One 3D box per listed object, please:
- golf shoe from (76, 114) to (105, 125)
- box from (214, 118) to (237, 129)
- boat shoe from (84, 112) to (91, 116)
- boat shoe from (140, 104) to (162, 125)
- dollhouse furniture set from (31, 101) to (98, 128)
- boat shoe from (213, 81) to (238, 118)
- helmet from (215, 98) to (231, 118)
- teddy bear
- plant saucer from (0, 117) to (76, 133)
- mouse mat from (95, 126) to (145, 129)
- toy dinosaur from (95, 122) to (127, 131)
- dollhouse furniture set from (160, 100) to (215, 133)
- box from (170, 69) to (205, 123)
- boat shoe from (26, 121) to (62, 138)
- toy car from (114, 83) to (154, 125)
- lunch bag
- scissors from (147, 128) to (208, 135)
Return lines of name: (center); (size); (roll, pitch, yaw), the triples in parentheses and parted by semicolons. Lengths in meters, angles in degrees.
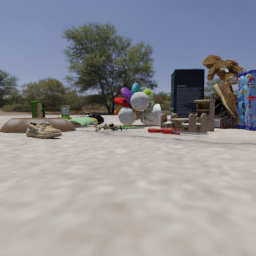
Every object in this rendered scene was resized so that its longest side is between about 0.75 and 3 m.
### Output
golf shoe: (-1.920, -0.425, 13.996); (1.464, 0.569, 0.692); (1, 3, -10)
box: (3.998, -0.204, 11.225); (1.190, 0.446, 0.596); (0, 3, -26)
boat shoe: (-2.115, -0.526, 14.990); (1.728, 0.639, 0.638); (3, 5, 44)
boat shoe: (1.079, -0.599, 13.998); (0.974, 1.024, 2.844); (-13, 6, -4)
dollhouse furniture set: (-2.876, -0.644, 12.616); (2.968, 1.146, 1.483); (1, 4, 22)
boat shoe: (4.619, -1.167, 12.339); (0.823, 2.437, 0.877); (-33, -36, 21)
helmet: (4.207, -0.781, 13.549); (1.265, 1.327, 1.327); (-22, -4, 18)
teddy bear: (3.935, -2.349, 11.534); (1.930, 1.399, 0.644); (25, -17, 37)
plant saucer: (-3.079, -0.126, 9.709); (2.538, 0.464, 2.538); (1, 4, 0)
mouse mat: (-0.375, -0.025, 11.405); (1.442, 0.067, 1.792); (-3, 3, -38)
toy dinosaur: (-0.492, -0.027, 9.596); (1.244, 0.295, 0.548); (2, -5, -26)
dollhouse furniture set: (2.077, -0.412, 9.279); (1.587, 1.054, 1.391); (-2, 4, -32)
box: (2.822, -1.431, 13.571); (1.399, 2.612, 1.939); (0, 4, 4)
boat shoe: (-2.164, 0.035, 7.080); (1.273, 0.411, 0.454); (2, 4, 36)
toy car: (0.168, -1.240, 13.630); (1.593, 2.124, 1.859); (43, 20, 5)
lunch bag: (5.567, -0.989, 10.162); (2.794, 2.104, 1.314); (0, 4, 1)
scissors: (1.306, 0.133, 8.079); (0.888, 0.169, 2.429); (2, 4, -16)
